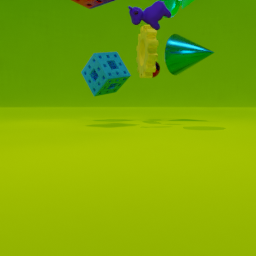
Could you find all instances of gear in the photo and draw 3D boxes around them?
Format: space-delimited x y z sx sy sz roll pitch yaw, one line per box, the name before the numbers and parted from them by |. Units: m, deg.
gear | 0.646 -2.656 9.836 0.328 1.776 1.776 -1 5 -11

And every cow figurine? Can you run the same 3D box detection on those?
cow figurine | 0.522 -2.915 7.091 0.917 0.932 0.511 39 14 -28

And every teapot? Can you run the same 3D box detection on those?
teapot | 1.219 -3.501 8.070 1.079 0.671 0.528 -5 2 23

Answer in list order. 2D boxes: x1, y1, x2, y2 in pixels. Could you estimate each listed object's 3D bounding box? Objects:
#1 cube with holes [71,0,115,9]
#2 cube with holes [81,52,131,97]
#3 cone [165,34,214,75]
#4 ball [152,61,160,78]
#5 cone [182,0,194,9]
cube with holes | -1.012 -4.051 7.263 1.235 1.235 1.235 4 0 42
cube with holes | -0.920 -2.227 11.546 1.228 1.228 1.228 -18 -16 -42
cone | 2.614 -2.937 11.082 1.680 1.674 1.674 8 9 40
ball | 0.990 -2.481 11.775 0.734 0.734 0.734 0 5 0
cone | 1.600 -3.444 6.582 1.414 1.414 1.419 -2 -36 -24
